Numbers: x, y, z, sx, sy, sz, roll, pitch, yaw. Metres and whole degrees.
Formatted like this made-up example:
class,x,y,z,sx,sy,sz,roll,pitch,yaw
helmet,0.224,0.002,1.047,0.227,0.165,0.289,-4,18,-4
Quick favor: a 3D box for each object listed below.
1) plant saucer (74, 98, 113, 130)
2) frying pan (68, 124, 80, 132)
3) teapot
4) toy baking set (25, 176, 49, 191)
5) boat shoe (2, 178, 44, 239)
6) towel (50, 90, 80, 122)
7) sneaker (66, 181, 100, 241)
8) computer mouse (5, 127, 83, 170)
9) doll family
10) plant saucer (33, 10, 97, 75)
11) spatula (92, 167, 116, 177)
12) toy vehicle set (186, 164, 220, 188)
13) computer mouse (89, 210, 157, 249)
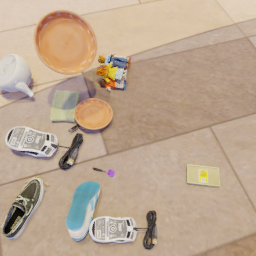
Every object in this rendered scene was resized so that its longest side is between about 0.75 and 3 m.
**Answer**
class,x,y,z,sx,sy,sz,roll,pitch,yaw
plant saucer,-1.436,-0.546,11.685,1.582,0.296,1.582,3,56,-5
frying pan,-1.798,-0.187,11.655,0.822,0.221,1.359,21,61,12
teapot,-4.907,-2.306,12.360,1.765,1.306,1.788,1,74,31
toy baking set,-3.382,2.113,10.338,0.903,0.105,0.693,-28,69,-9
boat shoe,-3.570,2.678,9.605,0.768,0.692,2.173,15,62,7
towel,-2.727,-0.963,12.082,1.206,0.297,1.626,0,59,1
sneaker,-1.509,2.730,9.574,0.830,0.877,2.171,8,39,12
computer mouse,-3.301,0.639,10.962,2.856,0.627,1.566,13,64,1
doll family,-0.705,-2.817,12.767,1.432,1.039,2.306,7,59,4
plant saucer,-2.226,-3.024,10.037,2.274,0.426,2.274,0,90,-26
spatula,-0.919,1.635,10.625,0.902,0.093,0.255,12,60,7
toy vehicle set,2.802,1.795,10.486,1.201,0.159,0.746,6,59,4
computer mouse,-0.148,3.358,9.328,2.276,0.499,1.248,4,63,-7
